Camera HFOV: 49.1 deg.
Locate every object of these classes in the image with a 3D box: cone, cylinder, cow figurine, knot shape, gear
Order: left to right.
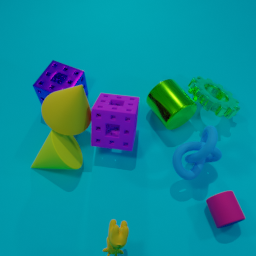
[{"bbox_3d":[-2.181,0.812,7.746,1.323,1.319,1.319,-28,60,14],"label":"cone"},{"bbox_3d":[-1.351,-0.706,7.033,1.367,1.372,1.367,12,60,-22],"label":"cone"},{"bbox_3d":[-0.255,2.482,6.132,0.491,0.895,0.881,10,87,-8],"label":"cow figurine"},{"bbox_3d":[1.288,-0.700,8.359,1.106,1.106,1.106,-27,63,-15],"label":"cylinder"},{"bbox_3d":[1.756,0.716,7.203,1.407,1.503,0.695,-32,55,-17],"label":"knot shape"},{"bbox_3d":[2.604,-0.958,8.513,1.647,0.305,1.647,19,37,-15],"label":"gear"},{"bbox_3d":[2.412,2.026,6.958,0.717,0.717,0.717,-14,62,-8],"label":"cylinder"}]

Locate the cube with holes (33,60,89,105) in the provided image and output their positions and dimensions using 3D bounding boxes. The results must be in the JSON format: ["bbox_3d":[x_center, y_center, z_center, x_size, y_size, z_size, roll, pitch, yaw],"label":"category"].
[{"bbox_3d":[-2.022,-1.179,8.643,1.101,1.101,1.101,21,62,12],"label":"cube with holes"}]

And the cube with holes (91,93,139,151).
[{"bbox_3d":[-0.338,-0.192,7.792,1.126,1.126,1.126,7,29,4],"label":"cube with holes"}]
